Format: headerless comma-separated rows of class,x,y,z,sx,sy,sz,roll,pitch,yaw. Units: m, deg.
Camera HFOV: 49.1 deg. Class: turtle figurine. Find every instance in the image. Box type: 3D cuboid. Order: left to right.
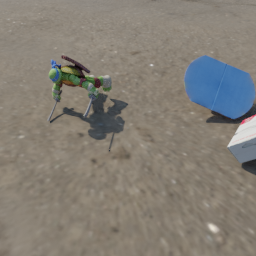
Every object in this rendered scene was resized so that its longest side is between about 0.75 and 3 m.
turtle figurine,-1.596,-1.118,9.095,2.164,1.606,2.232,-14,75,-53

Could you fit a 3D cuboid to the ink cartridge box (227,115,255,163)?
ink cartridge box,3.378,0.183,7.292,0.597,1.040,1.432,51,50,-5

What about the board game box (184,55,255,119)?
board game box,2.943,-1.273,9.254,2.390,0.465,1.888,23,68,2
